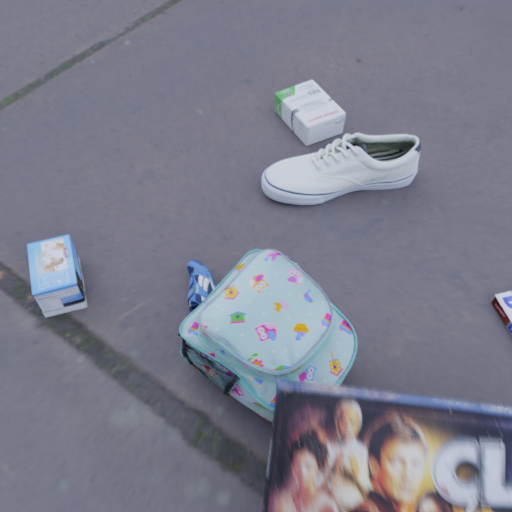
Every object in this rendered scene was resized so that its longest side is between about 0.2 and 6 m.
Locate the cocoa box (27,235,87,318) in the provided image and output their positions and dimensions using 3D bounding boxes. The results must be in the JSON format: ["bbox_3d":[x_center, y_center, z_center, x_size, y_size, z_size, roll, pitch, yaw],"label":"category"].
[{"bbox_3d":[-3.325,0.327,9.360,0.734,0.722,1.100,-15,54,-11],"label":"cocoa box"}]

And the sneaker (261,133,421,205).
[{"bbox_3d":[1.628,-1.820,10.746,3.131,1.109,1.143,-11,54,-8],"label":"sneaker"}]

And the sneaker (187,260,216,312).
[{"bbox_3d":[-0.930,0.610,9.306,0.548,0.493,1.334,-20,54,-14],"label":"sneaker"}]

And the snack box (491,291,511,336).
[{"bbox_3d":[4.553,1.410,8.836,0.723,0.245,2.012,-12,54,-9],"label":"snack box"}]

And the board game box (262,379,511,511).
[{"bbox_3d":[2.395,3.263,6.145,4.743,0.821,3.213,5,82,4],"label":"board game box"}]

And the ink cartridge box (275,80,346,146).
[{"bbox_3d":[1.144,-3.080,12.048,0.977,0.563,1.339,-23,56,-16],"label":"ink cartridge box"}]

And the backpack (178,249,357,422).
[{"bbox_3d":[0.276,1.192,8.017,2.287,1.753,2.010,41,64,7],"label":"backpack"}]
